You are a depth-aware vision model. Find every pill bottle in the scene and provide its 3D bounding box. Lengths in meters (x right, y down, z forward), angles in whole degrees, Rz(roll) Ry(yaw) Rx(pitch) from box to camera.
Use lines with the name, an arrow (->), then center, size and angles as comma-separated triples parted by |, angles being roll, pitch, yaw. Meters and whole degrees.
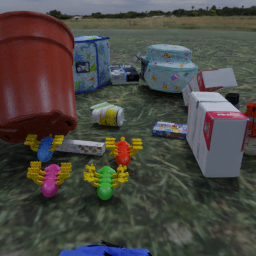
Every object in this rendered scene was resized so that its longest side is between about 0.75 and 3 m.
pill bottle -> -0.659, -0.355, 9.084 | 0.962, 0.541, 0.541 | 5, 24, 14

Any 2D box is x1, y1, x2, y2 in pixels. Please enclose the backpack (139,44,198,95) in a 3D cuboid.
backpack -> 1.847, -2.592, 12.413 | 2.367, 2.064, 2.692 | 1, 31, -10

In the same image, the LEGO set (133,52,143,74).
LEGO set -> 0.859, -3.243, 15.292 | 0.832, 0.895, 2.182 | 49, 12, 16

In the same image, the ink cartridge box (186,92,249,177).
ink cartridge box -> 2.098, 0.065, 6.959 | 0.837, 1.458, 2.008 | 0, 24, -1

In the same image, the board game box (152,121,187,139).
board game box -> 1.329, 0.052, 8.598 | 1.045, 0.180, 0.708 | 8, 25, 17

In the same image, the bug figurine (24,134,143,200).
bug figurine -> -1.036, 0.781, 6.330 | 2.702, 0.695, 2.095 | 4, 30, -1

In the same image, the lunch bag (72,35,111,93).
lunch bag -> -1.997, -2.948, 12.787 | 1.732, 2.311, 2.718 | 13, 26, 29

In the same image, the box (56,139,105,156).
box -> -1.288, 0.498, 7.439 | 1.363, 0.264, 0.282 | 5, 19, 13

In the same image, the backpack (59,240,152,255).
backpack -> -0.029, 1.939, 2.982 | 1.554, 1.262, 1.304 | 4, 21, 10

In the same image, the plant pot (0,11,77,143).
plant pot -> -2.564, -1.117, 7.468 | 2.705, 2.631, 2.705 | -12, -19, -4

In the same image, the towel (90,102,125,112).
towel -> -0.782, -0.697, 10.389 | 1.119, 0.131, 0.853 | 22, 32, 39

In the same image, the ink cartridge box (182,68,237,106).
ink cartridge box -> 2.909, -1.459, 10.243 | 1.255, 0.709, 1.710 | -7, -14, -15

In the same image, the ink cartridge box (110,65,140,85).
ink cartridge box -> -0.323, -2.936, 14.979 | 1.405, 0.554, 2.826 | -5, 23, -9

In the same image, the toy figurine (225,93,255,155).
toy figurine -> 3.735, -0.175, 7.803 | 2.021, 1.406, 1.990 | -6, 19, -9
